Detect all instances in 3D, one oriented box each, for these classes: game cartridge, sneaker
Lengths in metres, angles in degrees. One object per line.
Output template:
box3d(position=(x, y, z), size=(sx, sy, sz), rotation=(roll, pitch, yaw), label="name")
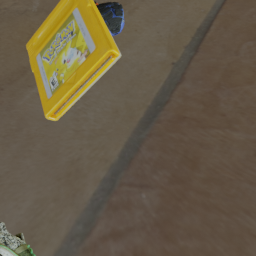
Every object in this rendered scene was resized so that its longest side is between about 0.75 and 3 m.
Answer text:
box3d(position=(-1.165, -1.469, 5.240), size=(0.336, 1.825, 2.070), rotation=(16, 41, -51), label="game cartridge")
box3d(position=(-0.807, -2.782, 7.605), size=(1.033, 1.076, 2.742), rotation=(-22, 32, -15), label="sneaker")
box3d(position=(-1.446, 1.799, 3.862), size=(0.584, 1.518, 0.672), rotation=(-16, 40, 8), label="sneaker")
